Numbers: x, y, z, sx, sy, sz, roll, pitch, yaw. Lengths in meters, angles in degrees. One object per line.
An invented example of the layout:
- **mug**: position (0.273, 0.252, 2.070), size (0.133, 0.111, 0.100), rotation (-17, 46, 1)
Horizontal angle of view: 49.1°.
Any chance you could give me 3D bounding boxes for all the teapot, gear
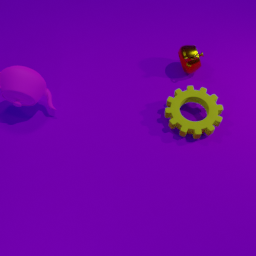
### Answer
- **teapot**: position (2.079, -2.275, 9.119), size (0.752, 0.955, 1.536), rotation (-17, 10, 17)
- **teapot**: position (-2.846, -1.030, 7.654), size (1.993, 1.239, 0.976), rotation (18, 66, -27)
- **gear**: position (1.831, -0.464, 7.855), size (1.557, 0.288, 1.557), rotation (-1, 62, 2)
